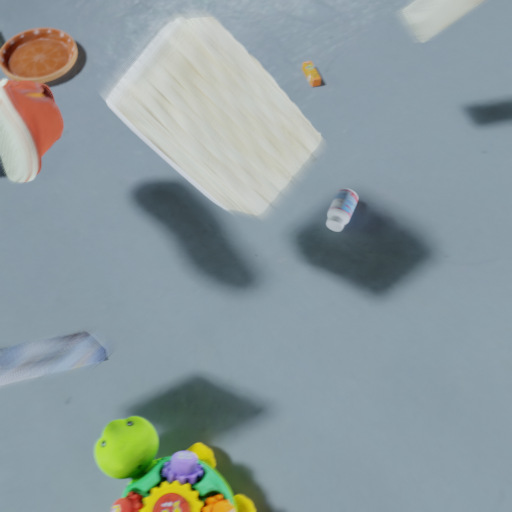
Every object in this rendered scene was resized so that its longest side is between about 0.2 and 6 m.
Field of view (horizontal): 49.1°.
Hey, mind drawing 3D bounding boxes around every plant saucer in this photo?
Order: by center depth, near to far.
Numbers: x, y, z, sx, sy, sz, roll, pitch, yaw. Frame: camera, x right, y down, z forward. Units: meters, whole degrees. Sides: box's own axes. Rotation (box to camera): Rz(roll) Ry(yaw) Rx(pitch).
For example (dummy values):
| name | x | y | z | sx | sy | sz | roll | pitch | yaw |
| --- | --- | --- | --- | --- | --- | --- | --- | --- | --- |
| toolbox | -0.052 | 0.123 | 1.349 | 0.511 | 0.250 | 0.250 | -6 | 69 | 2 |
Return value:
| name | x | y | z | sx | sy | sz | roll | pitch | yaw |
| --- | --- | --- | --- | --- | --- | --- | --- | --- | --- |
| plant saucer | -4.836 | -4.424 | 12.470 | 1.686 | 0.272 | 1.686 | 0 | 59 | -1 |

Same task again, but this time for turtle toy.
| name | x | y | z | sx | sy | sz | roll | pitch | yaw |
| --- | --- | --- | --- | --- | --- | --- | --- | --- | --- |
| turtle toy | -1.233 | 3.244 | 7.433 | 1.799 | 1.248 | 2.469 | -36 | 66 | -19 |

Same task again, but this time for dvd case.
| name | x | y | z | sx | sy | sz | roll | pitch | yaw |
| --- | --- | --- | --- | --- | --- | --- | --- | --- | --- |
| dvd case | -2.744 | 1.235 | 6.569 | 1.748 | 1.247 | 0.153 | -10 | 97 | -26 |

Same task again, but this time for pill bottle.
| name | x | y | z | sx | sy | sz | roll | pitch | yaw |
| --- | --- | --- | --- | --- | --- | --- | --- | --- | --- |
| pill bottle | 1.562 | -0.839 | 10.297 | 0.417 | 0.417 | 0.767 | 20 | 63 | 11 |

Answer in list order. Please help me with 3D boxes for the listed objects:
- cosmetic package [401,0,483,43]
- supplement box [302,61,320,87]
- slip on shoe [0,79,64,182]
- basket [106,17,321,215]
| name | x | y | z | sx | sy | sz | roll | pitch | yaw |
| --- | --- | --- | --- | --- | --- | --- | --- | --- | --- |
| cosmetic package | 3.204 | -4.303 | 9.563 | 1.255 | 0.446 | 0.660 | -31 | 42 | 22 |
| supplement box | 1.201 | -3.985 | 12.249 | 0.205 | 0.212 | 0.617 | -15 | 58 | -11 |
| slip on shoe | -3.175 | -1.877 | 7.836 | 0.905 | 1.095 | 2.957 | -10 | 30 | -17 |
| basket | -0.525 | -1.779 | 7.378 | 1.582 | 2.333 | 1.439 | -51 | 27 | -3 |
